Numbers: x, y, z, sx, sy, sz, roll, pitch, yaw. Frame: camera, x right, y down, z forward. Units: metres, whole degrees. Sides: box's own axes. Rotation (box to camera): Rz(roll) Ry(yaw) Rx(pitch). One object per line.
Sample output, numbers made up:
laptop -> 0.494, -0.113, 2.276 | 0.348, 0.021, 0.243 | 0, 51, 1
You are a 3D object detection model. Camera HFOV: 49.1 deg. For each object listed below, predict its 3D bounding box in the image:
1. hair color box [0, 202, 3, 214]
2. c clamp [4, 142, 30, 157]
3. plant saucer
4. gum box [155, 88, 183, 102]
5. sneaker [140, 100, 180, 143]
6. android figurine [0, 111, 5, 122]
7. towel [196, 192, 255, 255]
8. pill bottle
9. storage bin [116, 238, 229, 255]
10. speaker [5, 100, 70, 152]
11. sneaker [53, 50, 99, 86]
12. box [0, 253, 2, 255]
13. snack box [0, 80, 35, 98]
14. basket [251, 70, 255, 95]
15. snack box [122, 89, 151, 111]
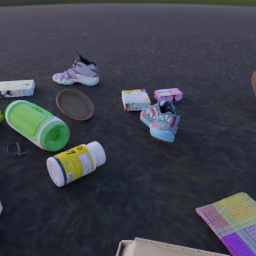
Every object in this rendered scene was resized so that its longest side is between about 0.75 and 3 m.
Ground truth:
hair color box -> -3.250, 2.057, 6.343 | 0.360, 0.588, 1.188 | -2, 30, -4
c clamp -> -3.689, 0.694, 9.190 | 0.741, 0.117, 0.867 | -20, 37, -22
plant saucer -> -2.097, -0.885, 11.064 | 1.561, 0.230, 1.561 | 20, 46, -22
gum box -> 1.790, -1.442, 12.558 | 1.154, 0.382, 0.655 | -8, 31, -13
sneaker -> 1.221, -0.436, 9.727 | 0.992, 1.195, 2.501 | 17, 18, -20
android figurine -> -6.002, -0.007, 9.885 | 2.655, 0.599, 2.916 | 16, 33, 25
towel -> 2.707, 2.325, 6.246 | 1.546, 0.245, 2.153 | -12, 33, -20
pill bottle -> -1.437, 0.973, 7.943 | 1.492, 0.853, 0.853 | -22, 37, -34
storage bin -> 0.632, 2.989, 4.410 | 2.019, 0.953, 2.034 | 6, 31, 12
speaker -> -3.153, -0.132, 9.589 | 2.590, 1.145, 1.145 | 25, 39, 36
sneaker -> -2.660, -3.052, 14.045 | 2.376, 1.662, 0.924 | 2, 30, 3
box -> -3.344, 2.792, 4.565 | 1.850, 1.147, 1.819 | 0, 28, 0
snack box -> -5.547, -1.846, 13.244 | 2.069, 0.384, 1.202 | -5, 31, -9
basket -> 6.011, -1.282, 11.150 | 2.143, 1.616, 2.377 | 27, 40, 2
snack box -> 0.330, -1.222, 12.075 | 1.066, 0.397, 1.499 | -5, 28, -4
